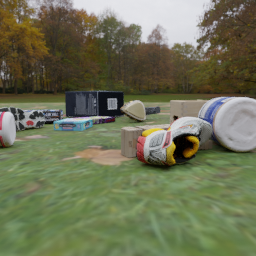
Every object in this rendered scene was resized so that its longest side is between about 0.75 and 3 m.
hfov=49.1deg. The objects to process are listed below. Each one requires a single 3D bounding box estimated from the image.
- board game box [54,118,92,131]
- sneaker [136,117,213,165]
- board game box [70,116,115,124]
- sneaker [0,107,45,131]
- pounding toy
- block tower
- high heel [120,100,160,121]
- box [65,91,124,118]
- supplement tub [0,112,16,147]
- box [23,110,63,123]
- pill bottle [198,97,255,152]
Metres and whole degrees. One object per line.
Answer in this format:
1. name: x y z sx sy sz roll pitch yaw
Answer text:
1. board game box: -2.070 -0.146 10.766 1.065 0.331 1.411 1 7 8
2. sneaker: 1.109 0.315 5.466 0.847 0.803 2.063 12 22 43
3. board game box: -1.623 -0.356 12.927 1.153 0.310 1.920 10 11 36
4. sneaker: -4.095 -0.213 10.366 0.910 0.879 2.181 -14 -9 27
5. pounding toy: 2.714 -0.407 9.631 2.414 1.105 2.121 -1 7 -7
6. block tower: 0.876 0.230 6.359 2.186 0.632 0.590 -2 7 -25
7. high heel: 0.077 -0.776 13.962 1.962 0.983 2.752 -4 -1 41
8. box: -1.907 -1.386 16.365 2.455 1.548 2.498 2 7 34
9. supplement tub: -3.477 0.040 6.877 1.231 0.864 0.864 -1 7 -10
10. box: -4.337 -0.570 13.312 2.372 0.594 2.390 -1 6 -11
11. pill bottle: 2.512 -0.173 7.163 1.225 1.225 2.207 0 6 -1
